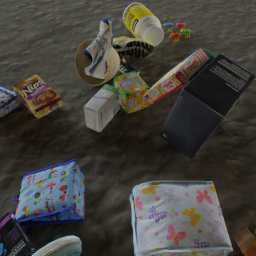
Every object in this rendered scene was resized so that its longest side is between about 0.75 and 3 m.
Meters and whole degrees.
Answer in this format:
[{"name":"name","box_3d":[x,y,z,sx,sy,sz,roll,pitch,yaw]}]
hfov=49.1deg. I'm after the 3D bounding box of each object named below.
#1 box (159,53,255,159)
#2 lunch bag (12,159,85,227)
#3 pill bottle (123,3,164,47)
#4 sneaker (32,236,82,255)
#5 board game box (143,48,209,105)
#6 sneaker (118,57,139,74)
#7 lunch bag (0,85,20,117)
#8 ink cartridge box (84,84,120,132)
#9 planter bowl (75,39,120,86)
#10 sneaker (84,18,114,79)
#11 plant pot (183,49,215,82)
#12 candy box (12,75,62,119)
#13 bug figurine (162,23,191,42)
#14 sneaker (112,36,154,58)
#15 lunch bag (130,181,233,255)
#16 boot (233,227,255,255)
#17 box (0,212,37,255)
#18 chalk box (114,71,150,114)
[{"name":"box","box_3d":[2.637,-0.721,9.582,1.500,2.512,2.555,39,56,14]},{"name":"lunch bag","box_3d":[-2.462,2.016,8.422,2.138,1.006,1.610,-9,50,4]},{"name":"pill bottle","box_3d":[0.840,-5.403,14.774,1.468,1.468,2.638,-17,49,-15]},{"name":"sneaker","box_3d":[-1.943,4.006,6.406,2.849,1.133,1.860,-36,54,-17]},{"name":"board game box","box_3d":[1.655,-1.793,10.043,1.656,2.186,0.506,-44,97,-25]},{"name":"sneaker","box_3d":[-0.132,-2.941,13.076,1.497,0.633,0.561,29,54,23]},{"name":"lunch bag","box_3d":[-5.410,-1.205,11.491,1.721,0.650,1.379,24,50,19]},{"name":"ink cartridge box","box_3d":[-0.967,-0.767,10.747,0.671,1.115,1.534,20,51,18]},{"name":"planter bowl","box_3d":[-1.177,-2.925,12.392,1.958,1.958,1.318,28,28,23]},{"name":"sneaker","box_3d":[-1.141,-3.136,10.738,1.075,0.918,2.438,5,80,-11]},{"name":"plant pot","box_3d":[3.156,-2.525,11.971,1.467,1.467,0.988,33,15,27]},{"name":"candy box","box_3d":[-3.795,-1.355,11.674,1.169,0.565,2.003,-33,54,-26]},{"name":"bug figurine","box_3d":[2.703,-5.440,15.502,1.321,0.438,1.703,-10,48,-10]},{"name":"sneaker","box_3d":[0.075,-4.187,14.018,2.457,0.960,1.110,5,45,5]},{"name":"lunch bag","box_3d":[1.246,2.528,7.520,2.334,1.484,1.979,3,48,-11]},{"name":"boot","box_3d":[3.973,3.132,7.505,1.847,0.681,1.429,-28,51,-8]},{"name":"box","box_3d":[-3.204,3.140,7.495,1.026,0.259,1.435,-46,61,-6]},{"name":"chalk box","box_3d":[0.043,-1.588,11.565,1.036,1.042,1.674,-21,50,-19]}]
